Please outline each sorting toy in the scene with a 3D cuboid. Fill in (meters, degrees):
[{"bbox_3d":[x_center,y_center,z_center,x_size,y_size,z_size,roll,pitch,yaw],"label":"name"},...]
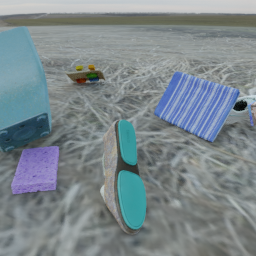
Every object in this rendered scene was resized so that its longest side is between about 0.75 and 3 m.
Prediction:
[{"bbox_3d":[-1.823,-2.227,11.858,1.589,0.286,2.133,-2,-3,1],"label":"sorting toy"}]

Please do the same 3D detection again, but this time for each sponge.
[{"bbox_3d":[-1.964,0.861,6.108,0.834,0.223,1.495,-5,25,-9],"label":"sponge"}]

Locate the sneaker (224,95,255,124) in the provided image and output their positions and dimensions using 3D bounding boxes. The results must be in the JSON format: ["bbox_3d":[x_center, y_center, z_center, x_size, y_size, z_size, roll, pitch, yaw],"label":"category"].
[{"bbox_3d":[3.656,-0.625,8.233,2.052,0.722,0.822,-16,-18,-4],"label":"sneaker"}]

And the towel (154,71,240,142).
[{"bbox_3d":[1.877,-0.718,8.094,2.213,1.602,0.264,29,0,42],"label":"towel"}]

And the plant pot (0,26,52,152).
[{"bbox_3d":[-2.931,-0.721,6.853,2.132,2.126,2.172,-25,71,-21],"label":"plant pot"}]

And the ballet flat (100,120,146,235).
[{"bbox_3d":[-0.154,0.895,5.204,0.775,0.766,2.277,30,41,-32],"label":"ballet flat"}]

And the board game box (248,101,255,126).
[{"bbox_3d":[3.673,-0.393,7.429,0.373,0.615,0.771,-28,18,-36],"label":"board game box"}]
